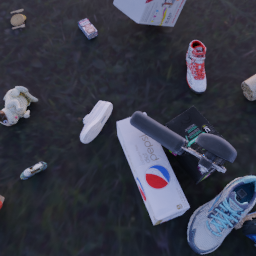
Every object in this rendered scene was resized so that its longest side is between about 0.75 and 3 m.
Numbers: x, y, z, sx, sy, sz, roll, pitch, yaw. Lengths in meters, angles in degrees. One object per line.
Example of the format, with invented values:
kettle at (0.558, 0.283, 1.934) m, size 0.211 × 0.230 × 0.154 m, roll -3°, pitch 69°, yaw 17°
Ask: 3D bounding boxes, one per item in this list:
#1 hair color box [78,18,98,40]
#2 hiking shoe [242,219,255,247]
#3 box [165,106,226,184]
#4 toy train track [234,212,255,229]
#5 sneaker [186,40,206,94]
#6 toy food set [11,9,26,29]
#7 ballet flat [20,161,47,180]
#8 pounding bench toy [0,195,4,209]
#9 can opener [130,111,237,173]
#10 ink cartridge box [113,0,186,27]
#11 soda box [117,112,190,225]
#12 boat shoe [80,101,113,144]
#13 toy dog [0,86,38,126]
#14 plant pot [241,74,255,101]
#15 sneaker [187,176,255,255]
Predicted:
hair color box at (-1.523, -3.772, 10.630) m, size 0.412 × 0.249 × 0.823 m, roll -31°, pitch 68°, yaw -14°
hiking shoe at (4.097, 3.359, 6.738) m, size 2.984 × 1.110 × 1.294 m, roll 30°, pitch 67°, yaw 14°
box at (1.920, 0.506, 8.012) m, size 1.062 × 1.269 × 1.709 m, roll -33°, pitch 69°, yaw -14°
toy train track at (3.976, 2.327, 7.654) m, size 2.254 × 0.367 × 1.293 m, roll -13°, pitch 65°, yaw -6°
sneaker at (2.327, -2.094, 9.434) m, size 0.592 × 0.950 × 1.773 m, roll -3°, pitch 64°, yaw -1°
toy food set at (-4.259, -4.181, 10.896) m, size 0.603 × 0.175 × 0.873 m, roll -12°, pitch 70°, yaw 2°
ballet flat at (-2.801, 1.223, 8.224) m, size 0.835 × 0.310 × 0.310 m, roll -30°, pitch 68°, yaw -13°
pounding bench toy at (-4.154, 2.353, 7.311) m, size 1.196 × 0.953 × 1.534 m, roll 14°, pitch 65°, yaw 6°
can opener at (1.315, 0.274, 7.058) m, size 2.726 × 0.718 × 0.906 m, roll 28°, pitch 90°, yaw 22°
ink cartridge box at (0.861, -4.602, 9.815) m, size 2.039 × 1.481 × 1.475 m, roll -17°, pitch 53°, yaw -44°
soda box at (0.605, 1.104, 7.875) m, size 0.939 × 1.005 × 2.950 m, roll -20°, pitch 66°, yaw -9°
boat shoe at (-1.098, -0.240, 8.793) m, size 0.553 × 0.581 × 1.613 m, roll 21°, pitch 67°, yaw 23°
toy dog at (-3.639, -0.650, 8.835) m, size 1.167 × 0.840 × 1.204 m, roll 12°, pitch 67°, yaw 12°
plant pot at (4.320, -1.375, 9.157) m, size 0.943 × 1.030 × 1.030 m, roll -25°, pitch 67°, yaw 1°
sneaker at (2.518, 2.136, 7.317) m, size 1.006 × 1.119 × 2.591 m, roll 41°, pitch 71°, yaw 18°
